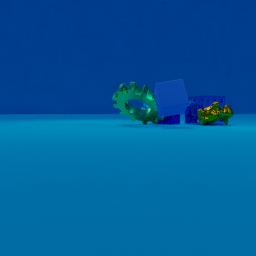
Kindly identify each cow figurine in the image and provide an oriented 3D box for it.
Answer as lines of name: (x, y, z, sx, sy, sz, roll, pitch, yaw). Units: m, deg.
cow figurine: (3.159, -0.454, 10.188, 1.326, 0.728, 1.305, -24, -24, 8)

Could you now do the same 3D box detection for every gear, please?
gear: (0.413, -0.852, 10.181, 1.962, 0.363, 1.962, 17, -29, 10)

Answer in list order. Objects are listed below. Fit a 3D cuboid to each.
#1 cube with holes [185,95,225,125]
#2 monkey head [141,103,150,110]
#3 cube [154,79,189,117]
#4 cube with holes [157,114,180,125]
cube with holes: (3.053, -0.704, 11.173, 1.098, 1.098, 1.098, -2, 4, -31)
monkey head: (0.968, -0.780, 11.937, 1.101, 1.531, 0.922, -40, 30, -9)
cube: (1.309, -0.903, 8.615, 0.828, 0.828, 0.828, -10, -17, -2)
cube with holes: (1.602, -0.521, 11.197, 0.730, 0.730, 0.730, 2, 4, 35)
